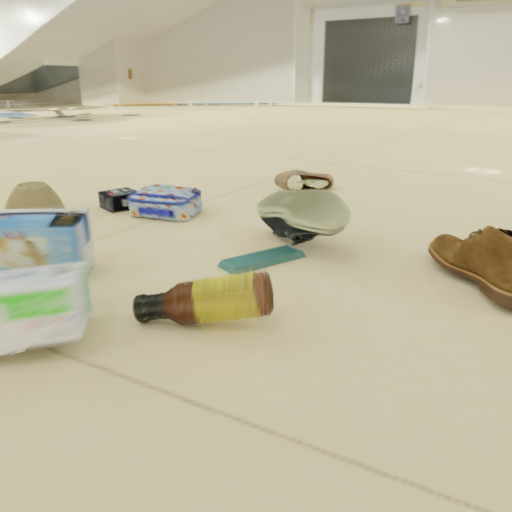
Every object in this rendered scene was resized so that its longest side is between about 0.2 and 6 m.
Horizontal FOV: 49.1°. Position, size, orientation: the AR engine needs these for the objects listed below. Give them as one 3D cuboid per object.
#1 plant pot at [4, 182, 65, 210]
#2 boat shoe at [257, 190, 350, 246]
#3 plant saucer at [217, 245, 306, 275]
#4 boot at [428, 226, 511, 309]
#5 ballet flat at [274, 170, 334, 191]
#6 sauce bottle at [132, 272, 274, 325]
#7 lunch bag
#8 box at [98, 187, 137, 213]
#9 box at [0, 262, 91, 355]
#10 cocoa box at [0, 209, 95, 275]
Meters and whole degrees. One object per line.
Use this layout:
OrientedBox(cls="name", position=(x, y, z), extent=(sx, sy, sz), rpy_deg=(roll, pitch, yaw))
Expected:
OrientedBox(cls="plant pot", position=(-5.430, -1.251, 13.703), extent=(1.515, 1.017, 1.515), rpy_deg=(1, 19, 0))
OrientedBox(cls="boat shoe", position=(1.044, -0.773, 11.940), extent=(1.139, 0.950, 3.053), rpy_deg=(-35, 22, -18))
OrientedBox(cls="plant saucer", position=(0.131, 0.055, 11.346), extent=(1.813, 0.172, 0.634), rpy_deg=(-13, 24, -34))
OrientedBox(cls="boot", position=(4.169, -0.078, 10.180), extent=(1.112, 1.140, 3.021), rpy_deg=(1, 16, -12))
OrientedBox(cls="ballet flat", position=(1.502, -2.287, 17.214), extent=(1.857, 0.632, 0.624), rpy_deg=(-3, 28, -5))
OrientedBox(cls="sauce bottle", position=(-0.821, 0.678, 8.578), extent=(2.140, 0.706, 0.706), rpy_deg=(-6, 18, 12))
OrientedBox(cls="lunch bag", position=(-2.337, -1.379, 14.585), extent=(1.809, 0.683, 1.449), rpy_deg=(5, 22, 18))
OrientedBox(cls="box", position=(-3.711, -1.528, 15.261), extent=(0.898, 0.467, 0.817), rpy_deg=(-15, 23, -37))
OrientedBox(cls="box", position=(-3.407, 0.744, 8.044), extent=(1.808, 0.874, 1.595), rpy_deg=(-6, 11, -9))
OrientedBox(cls="cocoa box", position=(-4.047, -0.189, 10.497), extent=(1.736, 1.158, 1.139), rpy_deg=(-1, 23, -2))
